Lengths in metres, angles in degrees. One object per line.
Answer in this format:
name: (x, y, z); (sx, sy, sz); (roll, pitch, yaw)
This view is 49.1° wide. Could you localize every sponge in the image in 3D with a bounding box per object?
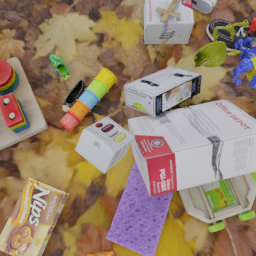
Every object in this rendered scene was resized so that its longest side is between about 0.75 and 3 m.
sponge: (0.441, 2.126, 7.714); (1.323, 0.354, 2.372); (20, 73, 6)

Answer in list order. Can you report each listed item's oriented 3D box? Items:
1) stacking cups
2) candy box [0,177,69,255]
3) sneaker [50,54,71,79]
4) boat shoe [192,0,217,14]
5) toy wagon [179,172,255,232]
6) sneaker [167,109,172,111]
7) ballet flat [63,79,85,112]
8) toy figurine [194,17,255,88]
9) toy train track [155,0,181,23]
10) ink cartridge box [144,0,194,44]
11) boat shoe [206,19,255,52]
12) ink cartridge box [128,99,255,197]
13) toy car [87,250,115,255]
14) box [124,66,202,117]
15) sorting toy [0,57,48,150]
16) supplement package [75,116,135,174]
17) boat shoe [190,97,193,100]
stacking cups: (-1.204, -0.842, 8.545); (0.658, 0.658, 2.173); (34, 75, 11)
candy box: (-2.521, 2.438, 7.510); (1.116, 0.534, 1.933); (21, 73, 7)
sneaker: (-2.196, -2.049, 9.068); (0.379, 0.428, 1.024); (-35, 74, -10)
boat shoe: (2.256, -4.771, 9.868); (1.884, 0.678, 0.619); (33, 68, 10)
toy wagon: (2.761, 1.569, 7.818); (2.645, 0.523, 2.053); (-17, 73, -6)
sneaker: (0.890, -0.694, 8.346); (0.487, 0.800, 1.225); (-44, 85, -4)
ballet flat: (-1.727, -1.027, 8.777); (0.389, 0.332, 1.170); (23, 73, 8)
toy figurine: (3.220, -1.667, 6.978); (2.686, 1.417, 1.609); (-17, 72, -23)
toy train track: (1.346, -3.651, 8.584); (0.793, 0.225, 1.382); (24, 67, 17)
ink cartridge box: (1.275, -3.512, 9.203); (1.509, 1.091, 1.096); (0, 72, 0)
boat shoe: (3.936, -2.859, 9.106); (2.855, 0.861, 1.055); (36, 75, 11)
ink cartridge box: (1.619, 0.394, 7.165); (2.861, 1.186, 2.100); (-12, 28, -5)
toy car: (-0.788, 3.897, 7.036); (0.773, 0.525, 1.577); (9, 71, 3)
box: (1.007, -1.096, 7.938); (2.036, 0.612, 1.187); (-28, 38, -36)
sorting toy: (-4.240, -0.704, 8.340); (2.716, 0.945, 2.699); (-26, 73, -8)
supplement package: (-0.463, 0.322, 5.784); (0.798, 0.614, 0.835); (37, 35, 13)
boat shoe: (1.613, -1.003, 8.775); (0.852, 0.308, 0.308); (1, 92, 14)
